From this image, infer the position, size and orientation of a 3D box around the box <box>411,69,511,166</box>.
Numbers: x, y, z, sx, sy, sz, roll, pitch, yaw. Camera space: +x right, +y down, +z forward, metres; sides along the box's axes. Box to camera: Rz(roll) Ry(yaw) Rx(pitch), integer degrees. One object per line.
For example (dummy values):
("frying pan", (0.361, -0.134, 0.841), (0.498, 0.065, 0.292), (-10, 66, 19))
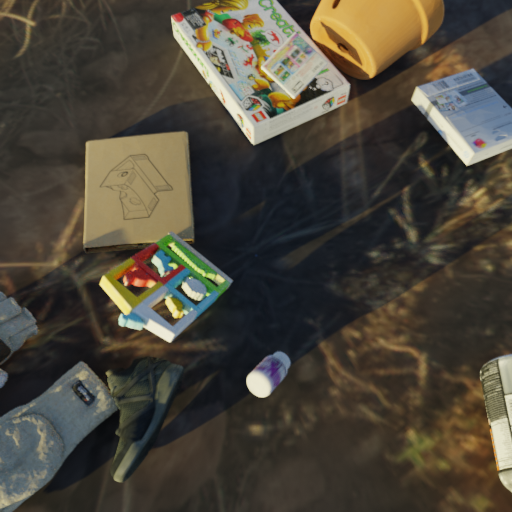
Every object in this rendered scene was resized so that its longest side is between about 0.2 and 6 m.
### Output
("box", (3.968, -2.610, 10.369), (1.387, 0.366, 1.779), (-22, 62, -16))

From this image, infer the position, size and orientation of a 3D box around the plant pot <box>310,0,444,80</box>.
("plant pot", (2.200, -4.642, 10.990), (2.365, 2.365, 1.655), (38, 85, 18))

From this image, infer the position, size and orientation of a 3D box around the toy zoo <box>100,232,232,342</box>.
("toy zoo", (-1.410, 0.479, 8.631), (1.377, 0.215, 2.100), (39, 36, 7))

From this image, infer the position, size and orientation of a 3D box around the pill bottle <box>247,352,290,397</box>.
("pill bottle", (0.208, 1.737, 8.332), (0.414, 0.414, 0.737), (33, 34, 16))

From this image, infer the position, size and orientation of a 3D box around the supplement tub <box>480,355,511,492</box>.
("supplement tub", (3.909, 2.453, 7.768), (1.232, 1.232, 2.011), (-1, 63, 0))

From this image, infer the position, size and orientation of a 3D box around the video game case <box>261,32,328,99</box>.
("video game case", (0.711, -3.526, 10.364), (0.847, 0.110, 0.930), (43, 87, 1))

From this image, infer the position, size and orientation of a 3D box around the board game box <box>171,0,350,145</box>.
("board game box", (0.020, -4.023, 11.462), (2.193, 0.601, 3.475), (-27, 66, -14))

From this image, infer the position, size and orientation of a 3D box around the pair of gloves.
("pair of gloves", (-3.983, 2.164, 8.318), (3.135, 0.550, 2.665), (37, 65, 14))

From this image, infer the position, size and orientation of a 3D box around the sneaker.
("sneaker", (-1.832, 2.268, 8.096), (1.013, 0.676, 1.769), (20, 74, 8))

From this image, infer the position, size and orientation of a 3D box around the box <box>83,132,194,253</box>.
("box", (-2.151, -1.199, 10.215), (1.928, 0.251, 2.359), (-5, 63, -3))
